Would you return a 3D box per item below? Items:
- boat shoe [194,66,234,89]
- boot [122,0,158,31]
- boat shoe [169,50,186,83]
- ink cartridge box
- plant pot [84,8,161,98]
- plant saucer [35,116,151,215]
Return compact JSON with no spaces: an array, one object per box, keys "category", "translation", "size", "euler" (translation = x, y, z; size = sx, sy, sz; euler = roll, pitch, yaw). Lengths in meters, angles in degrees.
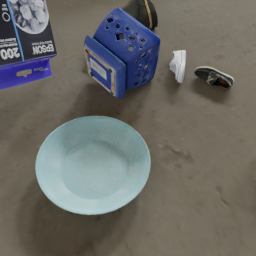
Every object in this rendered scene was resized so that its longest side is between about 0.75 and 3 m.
[{"category":"boat shoe","translation":[2.809,-1.657,9.265],"size":[1.330,0.478,0.450],"euler":[25,53,15]},{"category":"boot","translation":[-0.008,-4.977,11.508],"size":[1.807,1.012,2.613],"euler":[-14,53,-4]},{"category":"boat shoe","translation":[1.685,-2.117,9.617],"size":[0.529,0.596,1.619],"euler":[6,43,9]},{"category":"ink cartridge box","translation":[-3.129,-2.520,8.196],"size":[0.536,2.468,2.445],"euler":[2,22,27]},{"category":"plant pot","translation":[-0.282,-2.202,8.770],"size":[1.689,1.879,1.879],"euler":[-41,71,-19]},{"category":"plant saucer","translation":[-0.870,0.933,7.230],"size":[2.866,0.552,2.866],"euler":[2,52,-3]}]
